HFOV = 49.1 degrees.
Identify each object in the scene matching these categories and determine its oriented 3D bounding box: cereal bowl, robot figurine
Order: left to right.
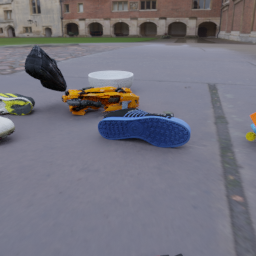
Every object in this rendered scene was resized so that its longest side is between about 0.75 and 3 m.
[{"bbox_3d":[-1.116,-1.086,10.976,2.887,0.840,2.093,-5,21,-13],"label":"robot figurine"},{"bbox_3d":[-0.828,-2.180,13.711,2.233,0.930,2.233,1,20,0],"label":"cereal bowl"}]

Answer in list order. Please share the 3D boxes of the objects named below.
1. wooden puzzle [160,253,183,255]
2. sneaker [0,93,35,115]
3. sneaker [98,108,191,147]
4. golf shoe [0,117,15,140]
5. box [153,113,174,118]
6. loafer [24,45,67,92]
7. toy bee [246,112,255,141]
[{"bbox_3d":[0.320,2.055,3.799,1.200,0.084,0.712,-3,21,-7],"label":"wooden puzzle"},{"bbox_3d":[-4.709,-0.943,10.854,2.266,0.844,0.959,10,15,1],"label":"sneaker"},{"bbox_3d":[0.523,-0.136,8.293,2.773,0.972,1.080,7,29,20],"label":"sneaker"},{"bbox_3d":[-4.674,-0.300,8.262,2.825,1.301,1.026,7,26,16],"label":"golf shoe"},{"bbox_3d":[1.151,-0.154,9.154,0.708,0.396,1.004,0,20,8],"label":"box"},{"bbox_3d":[-2.946,-2.119,10.626,0.991,1.024,2.918,9,-9,7],"label":"loafer"},{"bbox_3d":[3.782,0.169,7.817,0.974,0.808,1.487,-23,20,43],"label":"toy bee"}]
